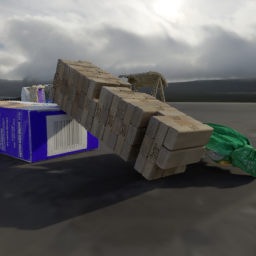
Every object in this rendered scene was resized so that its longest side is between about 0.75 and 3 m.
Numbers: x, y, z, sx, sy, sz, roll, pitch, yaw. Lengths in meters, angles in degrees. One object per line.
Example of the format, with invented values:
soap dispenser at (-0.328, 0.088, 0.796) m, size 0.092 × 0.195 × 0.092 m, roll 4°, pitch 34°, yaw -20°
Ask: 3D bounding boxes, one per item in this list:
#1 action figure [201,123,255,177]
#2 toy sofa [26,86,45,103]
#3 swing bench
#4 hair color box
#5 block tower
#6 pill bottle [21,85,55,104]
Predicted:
action figure at (1.031, 0.191, 4.434) m, size 1.434 × 0.664 × 2.428 m, roll -3°, pitch 14°, yaw -32°
toy sofa at (-3.613, -0.985, 11.361) m, size 0.698 × 1.431 × 0.593 m, roll -4°, pitch 3°, yaw 36°
swing bench at (0.726, -1.598, 13.531) m, size 1.389 × 2.142 × 2.130 m, roll -5°, pitch 8°, yaw -41°
hair color box at (-2.087, -0.073, 5.610) m, size 2.792 × 0.905 × 1.526 m, roll 5°, pitch 8°, yaw 38°
block tower at (-0.199, -0.272, 4.155) m, size 0.800 × 0.747 × 2.766 m, roll -2°, pitch 28°, yaw -43°
pill bottle at (-3.650, -1.312, 13.605) m, size 2.748 × 1.564 × 1.564 m, roll -5°, pitch 8°, yaw -29°
